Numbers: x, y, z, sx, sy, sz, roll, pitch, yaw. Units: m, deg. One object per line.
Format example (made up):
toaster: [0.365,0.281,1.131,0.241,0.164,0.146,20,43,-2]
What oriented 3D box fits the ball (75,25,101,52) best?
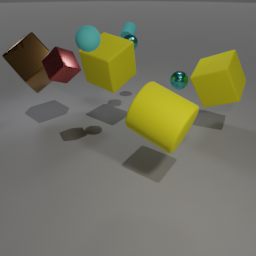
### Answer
ball: [-1.100,-2.449,7.686,0.700,0.700,0.700,0,28,0]

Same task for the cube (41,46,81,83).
cube: [-1.927,-1.804,8.103,0.700,0.700,0.700,-1,61,-57]

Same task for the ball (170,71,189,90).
ball: [1.948,-1.815,10.669,0.700,0.700,0.700,0,28,0]

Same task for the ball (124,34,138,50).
ball: [0.089,-3.728,12.259,0.700,0.700,0.700,0,28,0]

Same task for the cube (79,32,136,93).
cube: [-0.696,-2.389,10.198,1.400,1.400,1.400,27,56,28]

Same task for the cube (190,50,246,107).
cube: [3.378,-1.804,10.410,1.400,1.400,1.400,-8,36,40]

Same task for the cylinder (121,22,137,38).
cylinder: [0.037,-5.031,14.634,0.700,0.700,0.700,9,63,17]

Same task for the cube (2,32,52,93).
cube: [-3.561,-2.438,10.684,1.400,1.400,1.400,-42,84,-7]

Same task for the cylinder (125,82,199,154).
cylinder: [0.880,-0.278,7.274,1.400,1.400,1.400,32,38,17]
